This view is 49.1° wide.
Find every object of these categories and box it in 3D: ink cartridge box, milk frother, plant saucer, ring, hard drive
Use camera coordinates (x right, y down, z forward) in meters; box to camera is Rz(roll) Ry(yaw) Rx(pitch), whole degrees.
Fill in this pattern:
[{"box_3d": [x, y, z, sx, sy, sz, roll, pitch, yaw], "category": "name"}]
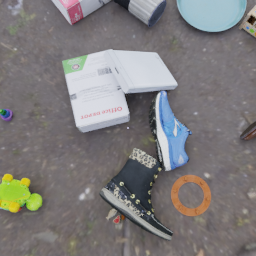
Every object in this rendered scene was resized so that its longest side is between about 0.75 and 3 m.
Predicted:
[{"box_3d": [-1.152, -1.324, 10.338, 1.915, 1.105, 2.621, -13, 77, -2], "category": "ink cartridge box"}, {"box_3d": [0.679, -5.443, 10.991, 1.869, 1.987, 1.793, 38, 75, 9], "category": "milk frother"}, {"box_3d": [3.432, -5.245, 11.666, 2.862, 0.392, 2.862, 0, 80, 1], "category": "plant saucer"}, {"box_3d": [-1.818, -5.913, 11.525, 2.749, 1.138, 2.014, -35, 78, -9], "category": "ink cartridge box"}, {"box_3d": [2.235, 2.374, 9.895, 1.423, 0.137, 1.423, 0, 75, 0], "category": "ring"}, {"box_3d": [0.518, -2.056, 10.090, 2.555, 0.341, 1.685, -11, 65, -43], "category": "hard drive"}]

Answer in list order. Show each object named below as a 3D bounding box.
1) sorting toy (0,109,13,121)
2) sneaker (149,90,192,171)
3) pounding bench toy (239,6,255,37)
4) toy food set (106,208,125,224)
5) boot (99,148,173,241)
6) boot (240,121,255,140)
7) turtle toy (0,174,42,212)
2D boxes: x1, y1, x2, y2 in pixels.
[{"box_3d": [-5.544, -0.434, 10.275, 2.396, 0.825, 0.831, -7, 75, -1], "category": "sorting toy"}, {"box_3d": [1.538, 0.031, 10.120, 1.274, 1.122, 2.857, -9, 84, -10], "category": "sneaker"}, {"box_3d": [5.522, -4.421, 11.252, 1.167, 0.930, 1.497, 40, 79, 10], "category": "pounding bench toy"}, {"box_3d": [-0.238, 2.898, 9.741, 0.643, 0.159, 1.012, 35, 78, 8], "category": "toy food set"}, {"box_3d": [0.713, 2.224, 9.488, 2.821, 1.018, 2.131, 35, 70, 0], "category": "boot"}, {"box_3d": [5.880, 0.695, 10.005, 2.683, 0.925, 2.879, -32, 86, 3], "category": "boot"}, {"box_3d": [-3.746, 2.352, 9.520, 1.655, 0.837, 1.206, 13, 52, 1], "category": "turtle toy"}]
